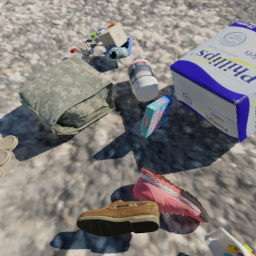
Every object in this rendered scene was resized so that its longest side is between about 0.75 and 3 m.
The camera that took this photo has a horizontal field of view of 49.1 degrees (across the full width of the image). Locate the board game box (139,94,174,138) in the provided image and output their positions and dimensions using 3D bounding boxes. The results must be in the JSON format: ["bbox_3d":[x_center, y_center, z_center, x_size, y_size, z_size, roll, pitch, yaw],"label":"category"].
[{"bbox_3d":[0.695,-0.306,6.781,0.230,0.779,1.024,30,36,22],"label":"board game box"}]

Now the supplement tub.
[{"bbox_3d":[0.422,-1.357,7.989,0.749,0.749,1.067,-10,54,-7],"label":"supplement tub"}]

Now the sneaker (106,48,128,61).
[{"bbox_3d":[-0.424,-2.115,8.036,0.407,0.366,0.943,-24,16,-32],"label":"sneaker"}]

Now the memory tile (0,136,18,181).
[{"bbox_3d":[-3.161,0.881,5.955,1.355,0.148,1.767,-8,44,13],"label":"memory tile"}]

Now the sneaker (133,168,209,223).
[{"bbox_3d":[0.870,1.557,5.917,1.704,0.628,0.739,33,94,13],"label":"sneaker"}]

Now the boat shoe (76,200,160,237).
[{"bbox_3d":[-0.183,1.735,5.484,1.597,0.574,0.543,-1,39,5],"label":"boat shoe"}]

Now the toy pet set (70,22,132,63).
[{"bbox_3d":[-0.660,-2.694,9.196,1.692,0.962,1.812,-3,37,44],"label":"toy pet set"}]

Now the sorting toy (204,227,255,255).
[{"bbox_3d":[1.809,2.192,4.996,0.506,0.947,0.853,-31,72,-39],"label":"sorting toy"}]

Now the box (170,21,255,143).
[{"bbox_3d":[2.755,-1.285,6.972,2.480,1.301,2.281,-36,44,-10],"label":"box"}]

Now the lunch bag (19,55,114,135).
[{"bbox_3d":[-1.590,-0.766,7.260,1.982,1.165,1.625,-35,58,-26],"label":"lunch bag"}]
